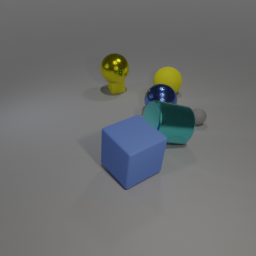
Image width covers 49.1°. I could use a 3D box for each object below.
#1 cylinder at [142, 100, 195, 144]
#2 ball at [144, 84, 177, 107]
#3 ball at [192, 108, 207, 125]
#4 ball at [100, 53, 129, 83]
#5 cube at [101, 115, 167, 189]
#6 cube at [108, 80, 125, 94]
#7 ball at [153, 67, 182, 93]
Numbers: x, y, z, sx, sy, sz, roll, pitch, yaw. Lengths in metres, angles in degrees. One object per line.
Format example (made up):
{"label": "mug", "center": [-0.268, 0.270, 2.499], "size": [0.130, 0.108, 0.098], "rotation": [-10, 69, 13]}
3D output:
{"label": "cylinder", "center": [1.399, -0.184, 9.896], "size": [1.400, 1.400, 1.400], "rotation": [8, 27, -23]}
{"label": "ball", "center": [1.393, -1.181, 11.926], "size": [1.400, 1.400, 1.400], "rotation": [0, 31, 0]}
{"label": "ball", "center": [2.837, -0.468, 11.408], "size": [0.700, 0.700, 0.700], "rotation": [0, 31, 0]}
{"label": "ball", "center": [-0.633, -2.844, 13.371], "size": [1.400, 1.400, 1.400], "rotation": [0, 31, 0]}
{"label": "cube", "center": [0.134, 0.684, 8.507], "size": [1.400, 1.400, 1.400], "rotation": [-22, 45, -31]}
{"label": "cube", "center": [-0.595, -2.236, 14.348], "size": [0.700, 0.700, 0.700], "rotation": [-12, 33, -17]}
{"label": "ball", "center": [1.944, -2.289, 13.761], "size": [1.400, 1.400, 1.400], "rotation": [0, 31, 0]}
